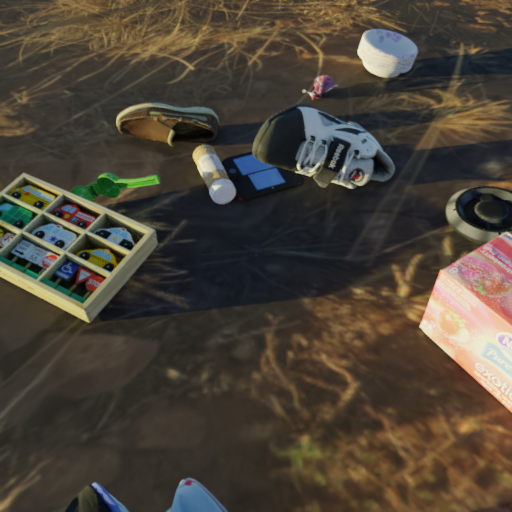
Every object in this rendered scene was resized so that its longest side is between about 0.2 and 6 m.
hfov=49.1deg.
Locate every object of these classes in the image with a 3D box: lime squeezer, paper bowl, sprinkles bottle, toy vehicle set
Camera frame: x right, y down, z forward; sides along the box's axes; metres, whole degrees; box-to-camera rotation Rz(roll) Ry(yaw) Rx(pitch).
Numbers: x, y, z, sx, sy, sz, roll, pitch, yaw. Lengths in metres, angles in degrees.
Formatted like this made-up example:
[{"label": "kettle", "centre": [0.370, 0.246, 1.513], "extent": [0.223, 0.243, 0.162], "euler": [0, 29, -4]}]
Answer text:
[{"label": "lime squeezer", "centre": [-3.288, -1.117, 11.312], "extent": [2.960, 0.558, 1.045], "euler": [-22, 48, 4]}, {"label": "paper bowl", "centre": [3.560, -5.509, 15.399], "extent": [1.552, 0.807, 1.552], "euler": [7, 48, -8]}, {"label": "sprinkles bottle", "centre": [-0.916, -1.775, 12.068], "extent": [0.527, 0.527, 1.545], "euler": [-14, 47, -13]}, {"label": "toy vehicle set", "centre": [-3.752, -0.259, 10.403], "extent": [3.242, 0.430, 2.014], "euler": [23, 55, 17]}]

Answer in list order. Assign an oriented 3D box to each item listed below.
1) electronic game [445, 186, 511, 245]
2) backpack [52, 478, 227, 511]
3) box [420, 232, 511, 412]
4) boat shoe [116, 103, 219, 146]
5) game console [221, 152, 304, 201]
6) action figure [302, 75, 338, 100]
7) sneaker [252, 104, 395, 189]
[{"label": "electronic game", "centre": [4.713, -0.832, 11.260], "extent": [1.731, 0.360, 1.731], "euler": [-4, 45, 4]}, {"label": "backpack", "centre": [-0.717, 3.973, 4.498], "extent": [2.746, 3.420, 3.737], "euler": [-23, 57, -25]}, {"label": "box", "centre": [4.265, 1.340, 8.354], "extent": [1.638, 1.511, 3.193], "euler": [-25, 51, -23]}, {"label": "boat shoe", "centre": [-2.053, -3.013, 13.061], "extent": [2.379, 0.879, 0.880], "euler": [-5, 52, -5]}, {"label": "game console", "centre": [0.110, -1.847, 12.349], "extent": [1.535, 0.238, 1.357], "euler": [-18, 48, -16]}, {"label": "action figure", "centre": [1.663, -4.365, 14.766], "extent": [0.642, 0.577, 0.862], "euler": [40, 60, -23]}, {"label": "sneaker", "centre": [1.537, -2.057, 11.143], "extent": [3.483, 1.291, 1.542], "euler": [-6, 42, -41]}]
